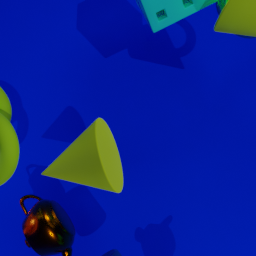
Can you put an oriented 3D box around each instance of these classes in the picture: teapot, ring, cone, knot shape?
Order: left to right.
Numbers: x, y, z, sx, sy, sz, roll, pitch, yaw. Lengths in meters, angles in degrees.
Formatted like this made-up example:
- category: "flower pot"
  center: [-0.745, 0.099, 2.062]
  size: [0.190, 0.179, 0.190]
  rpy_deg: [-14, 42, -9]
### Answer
- category: "knot shape"
  center: [-2.525, -0.067, 4.365]
  size: [1.911, 0.883, 1.788]
  rpy_deg: [10, 66, -6]
- category: "teapot"
  center: [-1.440, 1.879, 5.016]
  size: [0.801, 1.017, 1.636]
  rpy_deg: [-35, 76, -6]
- category: "cone"
  center: [-0.760, 0.527, 4.050]
  size: [1.095, 1.091, 1.091]
  rpy_deg: [-17, 77, 9]
- category: "ring"
  center: [2.266, -2.382, 5.253]
  size: [1.389, 0.278, 1.389]
  rpy_deg: [0, 91, -16]
- category: "cone"
  center: [2.359, -1.666, 4.157]
  size: [1.487, 1.481, 1.481]
  rpy_deg: [40, 80, 9]

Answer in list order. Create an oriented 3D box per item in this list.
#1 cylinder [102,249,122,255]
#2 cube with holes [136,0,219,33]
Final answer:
- category: "cylinder"
  center: [-0.243, 2.466, 4.228]
  size: [0.861, 0.861, 0.861]
  rpy_deg: [-38, 84, -8]
- category: "cube with holes"
  center: [0.649, -2.727, 4.608]
  size: [1.351, 1.351, 1.351]
  rpy_deg: [-24, 44, 9]
